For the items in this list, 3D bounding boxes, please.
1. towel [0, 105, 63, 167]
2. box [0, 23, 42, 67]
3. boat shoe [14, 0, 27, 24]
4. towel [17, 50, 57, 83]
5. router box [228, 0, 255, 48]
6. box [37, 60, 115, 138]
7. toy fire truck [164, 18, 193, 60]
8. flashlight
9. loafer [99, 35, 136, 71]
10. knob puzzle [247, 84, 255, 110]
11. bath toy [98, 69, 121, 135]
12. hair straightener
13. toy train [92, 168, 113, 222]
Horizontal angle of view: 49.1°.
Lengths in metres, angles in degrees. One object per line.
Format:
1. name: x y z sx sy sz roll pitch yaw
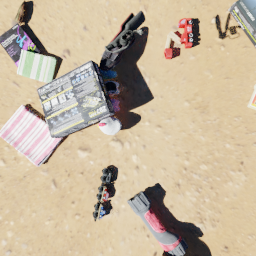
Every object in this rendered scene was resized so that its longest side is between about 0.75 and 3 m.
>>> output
1. towel: -4.073 0.309 11.665 2.275 0.340 1.665 38 87 2
2. box: -4.622 -3.467 11.884 1.150 0.290 1.609 -38 87 -2
3. boat shoe: -4.518 -4.932 11.962 0.353 0.376 1.045 23 78 -32
4. towel: -3.815 -2.575 11.751 1.448 0.169 1.105 14 94 -11
5. router box: 5.805 -4.601 11.683 1.938 0.804 2.587 -35 88 -2
6. box: -2.107 -1.078 11.052 2.733 0.671 2.203 -24 78 18
7. toy fire truck: 2.112 -3.787 11.839 1.193 0.412 1.692 -1 87 0
8. flashlight: 1.201 3.830 11.188 0.961 0.964 2.838 -34 87 -20
9. loafer: -0.475 -3.257 11.336 0.795 0.696 2.211 28 65 21
10. knob puzzle: 6.080 -1.426 11.543 1.966 0.273 1.966 1 100 7
11. bath toy: -0.961 -1.034 11.340 1.163 0.989 2.675 -14 78 39
12. hair straightener: -0.006 -2.749 7.946 2.053 0.790 0.420 -54 132 -35
13. toy train: -1.026 2.751 11.545 0.510 0.380 2.226 13 86 -11
